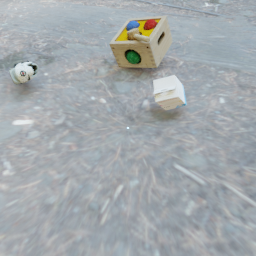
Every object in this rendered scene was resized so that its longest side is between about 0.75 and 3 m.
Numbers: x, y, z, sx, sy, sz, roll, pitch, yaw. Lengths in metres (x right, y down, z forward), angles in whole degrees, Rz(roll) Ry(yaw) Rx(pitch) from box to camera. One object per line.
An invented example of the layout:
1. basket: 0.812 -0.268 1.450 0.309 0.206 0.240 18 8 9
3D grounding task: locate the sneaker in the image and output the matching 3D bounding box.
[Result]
1. sneaker: -3.221 -1.795 8.953 0.783 0.656 1.769 -22 24 -8

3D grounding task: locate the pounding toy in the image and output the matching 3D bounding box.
1. pounding toy: 0.455 -2.991 9.597 1.872 1.445 2.033 9 53 31

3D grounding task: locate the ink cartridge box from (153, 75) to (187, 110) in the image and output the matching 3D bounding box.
1. ink cartridge box: 1.140 -0.970 7.699 0.651 1.013 0.634 -12 73 22
